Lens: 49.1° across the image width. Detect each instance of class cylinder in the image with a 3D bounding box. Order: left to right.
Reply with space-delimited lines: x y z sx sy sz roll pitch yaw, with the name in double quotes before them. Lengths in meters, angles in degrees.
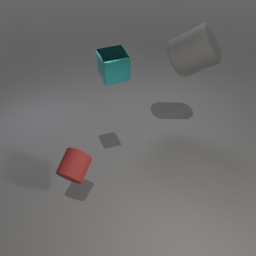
"cylinder" -1.352 0.950 7.053 0.700 0.700 0.700 14 68 20
"cylinder" 2.295 -2.644 9.663 1.400 1.400 1.400 -19 21 33

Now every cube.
"cube" -0.374 -1.624 7.219 0.700 0.700 0.700 -15 46 -14
